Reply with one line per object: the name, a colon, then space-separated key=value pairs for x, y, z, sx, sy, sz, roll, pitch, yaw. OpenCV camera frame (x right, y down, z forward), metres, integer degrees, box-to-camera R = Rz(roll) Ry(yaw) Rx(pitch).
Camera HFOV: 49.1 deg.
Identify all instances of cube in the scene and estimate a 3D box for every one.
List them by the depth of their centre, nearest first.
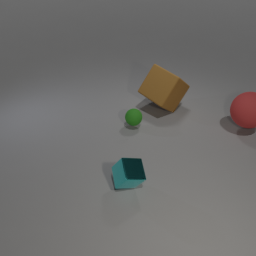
cube: x=0.017 y=1.345 z=8.311 sx=0.700 sy=0.700 sz=0.700 roll=6 pitch=56 yaw=-31
cube: x=1.569 y=-1.705 z=12.214 sx=1.400 sy=1.400 sz=1.400 roll=37 pitch=11 yaw=29

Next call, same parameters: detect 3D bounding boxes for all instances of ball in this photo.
ball: x=4.655 y=-0.689 z=10.740 sx=1.400 sy=1.400 sz=1.400 roll=0 pitch=32 yaw=0
ball: x=0.228 y=-0.433 z=11.239 sx=0.700 sy=0.700 sz=0.700 roll=0 pitch=32 yaw=0
